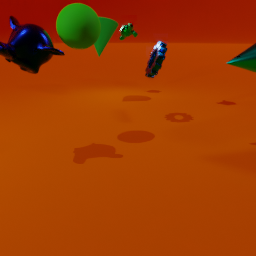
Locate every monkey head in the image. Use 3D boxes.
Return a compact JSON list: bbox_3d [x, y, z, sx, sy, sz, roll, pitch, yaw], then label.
[{"bbox_3d":[-1.986,-1.617,5.357,1.501,0.905,1.080,37,5,17],"label":"monkey head"},{"bbox_3d":[0.039,-4.226,12.405,0.617,0.737,1.024,-54,11,-32],"label":"monkey head"}]

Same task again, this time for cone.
[{"bbox_3d":[-1.072,-3.403,10.832,1.312,1.317,1.312,4,2,0],"label":"cone"},{"bbox_3d":[2.792,-1.505,6.037,1.295,1.290,1.290,-7,17,12],"label":"cone"}]

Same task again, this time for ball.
[{"bbox_3d":[-1.103,-2.265,6.284,0.979,0.979,0.979,0,19,0],"label":"ball"}]

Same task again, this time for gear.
[{"bbox_3d":[0.849,-2.070,8.569,0.209,1.127,1.127,18,15,-13],"label":"gear"}]
